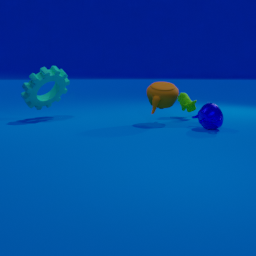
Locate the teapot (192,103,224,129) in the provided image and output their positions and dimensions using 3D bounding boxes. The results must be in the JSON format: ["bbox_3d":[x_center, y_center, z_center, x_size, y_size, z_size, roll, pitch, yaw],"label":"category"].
[{"bbox_3d":[2.474,-0.326,8.687,0.667,0.847,1.362,-25,15,-11],"label":"teapot"}]

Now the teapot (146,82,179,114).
[{"bbox_3d":[1.133,-1.028,9.453,1.086,0.855,1.747,14,31,22],"label":"teapot"}]

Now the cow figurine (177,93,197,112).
[{"bbox_3d":[2.272,-1.016,10.857,0.531,0.967,0.951,-23,-19,-3],"label":"cow figurine"}]

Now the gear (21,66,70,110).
[{"bbox_3d":[-3.039,-1.465,10.406,0.333,1.801,1.801,47,33,21],"label":"gear"}]
